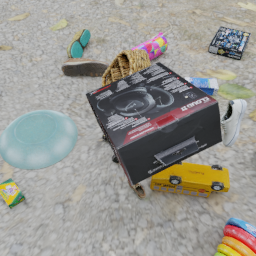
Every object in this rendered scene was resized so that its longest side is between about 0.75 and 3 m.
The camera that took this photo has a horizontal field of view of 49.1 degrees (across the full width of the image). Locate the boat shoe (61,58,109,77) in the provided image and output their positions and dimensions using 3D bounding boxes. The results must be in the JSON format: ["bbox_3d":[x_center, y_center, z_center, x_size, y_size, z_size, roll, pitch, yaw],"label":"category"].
[{"bbox_3d":[-1.923,-2.892,12.844,2.203,0.834,0.791,3,46,0],"label":"boat shoe"}]

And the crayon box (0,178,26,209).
[{"bbox_3d":[-3.648,2.018,8.706,0.515,0.252,0.867,-34,56,-27],"label":"crayon box"}]

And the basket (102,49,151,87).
[{"bbox_3d":[-0.092,-2.007,11.310,1.931,1.850,2.592,-4,47,-5],"label":"basket"}]

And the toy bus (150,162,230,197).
[{"bbox_3d":[1.881,1.578,8.666,2.299,0.900,0.748,7,46,6],"label":"toy bus"}]

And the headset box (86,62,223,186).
[{"bbox_3d":[0.470,-0.207,5.925,2.034,1.055,2.733,-26,36,-8],"label":"headset box"}]

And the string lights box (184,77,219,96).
[{"bbox_3d":[3.134,-1.810,12.106,1.383,0.408,0.711,3,48,3],"label":"string lights box"}]

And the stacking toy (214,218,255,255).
[{"bbox_3d":[2.552,3.428,7.031,1.220,1.154,2.102,36,69,25],"label":"stacking toy"}]

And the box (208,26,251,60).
[{"bbox_3d":[5.251,-4.417,14.438,1.672,0.484,2.104,20,51,18],"label":"box"}]

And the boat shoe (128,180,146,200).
[{"bbox_3d":[0.292,1.854,8.823,0.322,0.306,0.852,-28,54,-24],"label":"boat shoe"}]

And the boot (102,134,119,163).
[{"bbox_3d":[-0.461,0.570,9.945,1.191,0.474,1.368,29,45,25],"label":"boot"}]

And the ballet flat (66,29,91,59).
[{"bbox_3d":[-2.606,-4.078,13.994,0.912,0.912,2.579,9,49,8],"label":"ballet flat"}]

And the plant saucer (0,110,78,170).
[{"bbox_3d":[-3.305,0.180,10.206,2.882,0.555,2.882,0,48,1],"label":"plant saucer"}]

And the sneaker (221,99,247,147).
[{"bbox_3d":[2.593,-0.129,7.196,0.471,1.330,0.486,2,24,-11],"label":"sneaker"}]

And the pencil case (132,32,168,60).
[{"bbox_3d":[0.932,-3.756,13.529,1.002,1.002,2.268,35,57,28],"label":"pencil case"}]
